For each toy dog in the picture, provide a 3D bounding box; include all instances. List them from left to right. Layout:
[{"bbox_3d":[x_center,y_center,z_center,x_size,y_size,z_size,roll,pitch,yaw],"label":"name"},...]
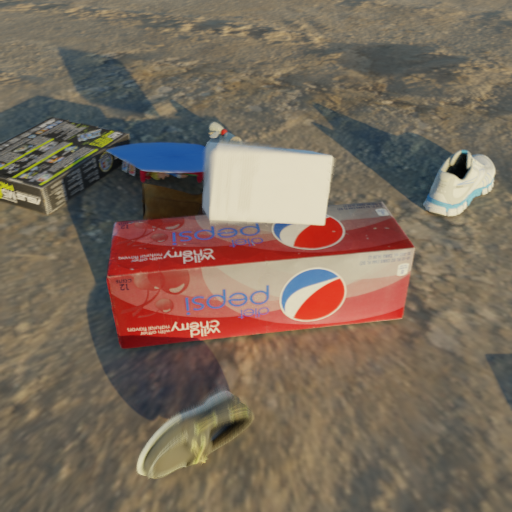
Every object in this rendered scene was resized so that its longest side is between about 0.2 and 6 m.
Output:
[{"bbox_3d":[-0.777,-2.775,13.914,0.614,0.840,1.274,-49,42,1],"label":"toy dog"}]

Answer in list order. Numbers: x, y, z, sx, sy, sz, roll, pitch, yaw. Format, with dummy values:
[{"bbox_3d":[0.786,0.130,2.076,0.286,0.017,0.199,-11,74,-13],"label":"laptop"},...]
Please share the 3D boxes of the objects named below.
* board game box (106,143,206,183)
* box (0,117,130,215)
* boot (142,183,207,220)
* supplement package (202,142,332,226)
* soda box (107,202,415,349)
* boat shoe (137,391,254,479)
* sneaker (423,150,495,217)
[{"bbox_3d":[-1.874,-1.988,12.663,2.387,0.588,3.022,-11,27,-33],"label":"board game box"},{"bbox_3d":[-4.800,-2.203,13.036,2.450,0.677,3.058,16,39,19],"label":"box"},{"bbox_3d":[-1.401,-1.202,11.480,1.875,0.642,1.765,6,50,-13],"label":"boot"},{"bbox_3d":[0.126,-1.081,8.338,1.721,1.043,1.031,3,14,-12],"label":"supplement package"},{"bbox_3d":[0.043,0.250,9.028,4.586,1.454,1.605,-5,35,-6],"label":"soda box"},{"bbox_3d":[-0.707,2.240,6.929,0.498,0.595,1.665,24,31,33],"label":"boat shoe"},{"bbox_3d":[4.583,-1.838,12.183,0.979,1.132,2.611,23,41,29],"label":"sneaker"}]
